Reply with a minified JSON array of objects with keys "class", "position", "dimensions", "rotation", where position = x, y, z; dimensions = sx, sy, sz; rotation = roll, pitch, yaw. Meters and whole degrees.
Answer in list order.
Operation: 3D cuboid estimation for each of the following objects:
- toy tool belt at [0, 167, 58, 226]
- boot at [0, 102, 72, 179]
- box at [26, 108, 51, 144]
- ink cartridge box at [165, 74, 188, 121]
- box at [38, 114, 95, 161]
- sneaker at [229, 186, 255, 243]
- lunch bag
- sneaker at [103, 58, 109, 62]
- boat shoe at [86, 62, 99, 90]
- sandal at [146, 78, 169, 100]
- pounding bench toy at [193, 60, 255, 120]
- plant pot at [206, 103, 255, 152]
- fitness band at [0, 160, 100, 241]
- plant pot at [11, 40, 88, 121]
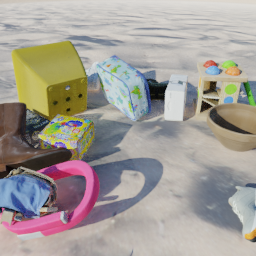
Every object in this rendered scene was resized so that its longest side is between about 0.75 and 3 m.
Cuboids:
[{"class":"toy tool belt","position":[-2.822,1.661,6.889],"dimensions":[2.157,1.347,1.325],"rotation":[14,-1,-16]},{"class":"boot","position":[-3.331,0.104,9.227],"dimensions":[2.707,0.933,2.904],"rotation":[-13,54,-5]},{"class":"box","position":[-4.425,0.108,10.731],"dimensions":[1.949,0.594,2.417],"rotation":[22,38,34]},{"class":"ink cartridge box","position":[2.136,-1.359,12.312],"dimensions":[0.818,1.395,1.905],"rotation":[5,32,12]},{"class":"box","position":[-2.137,0.338,9.997],"dimensions":[1.457,0.889,1.404],"rotation":[10,36,13]},{"class":"sneaker","position":[3.061,2.197,7.361],"dimensions":[0.882,0.726,1.918],"rotation":[8,24,26]},{"class":"lunch bag","position":[-0.199,-1.689,12.059],"dimensions":[1.142,2.227,2.770],"rotation":[-31,43,-19]},{"class":"sneaker","position":[-1.248,-3.780,17.226],"dimensions":[1.539,0.581,0.885],"rotation":[-32,52,-30]},{"class":"boat shoe","position":[-2.024,-2.875,15.403],"dimensions":[0.925,0.972,2.700],"rotation":[-1,41,-2]},{"class":"sandal","position":[1.195,-1.921,13.642],"dimensions":[2.684,1.066,0.766],"rotation":[7,39,-7]},{"class":"pounding bench toy","position":[4.425,-1.684,12.054],"dimensions":[2.876,2.243,1.787],"rotation":[3,32,5]},{"class":"plant pot","position":[4.066,0.081,10.274],"dimensions":[2.418,1.116,2.418],"rotation":[0,32,0]},{"class":"fitness band","position":[-2.052,1.800,7.314],"dimensions":[2.739,0.513,1.967],"rotation":[-17,39,14]},{"class":"plant pot","position":[-3.168,-1.877,12.250],"dimensions":[2.719,2.719,2.399],"rotation":[-20,49,-30]}]
